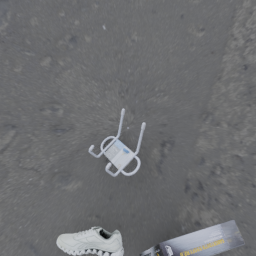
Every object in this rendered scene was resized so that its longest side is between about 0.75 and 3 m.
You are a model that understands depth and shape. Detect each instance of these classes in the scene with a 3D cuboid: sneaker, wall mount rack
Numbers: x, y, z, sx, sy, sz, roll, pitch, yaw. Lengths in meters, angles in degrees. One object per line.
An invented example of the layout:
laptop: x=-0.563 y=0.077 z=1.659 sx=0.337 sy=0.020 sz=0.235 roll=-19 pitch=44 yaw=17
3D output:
sneaker: x=-0.933 y=2.747 z=6.912 sx=1.702 sy=0.640 sz=0.690 roll=2 pitch=103 yaw=11
wall mount rack: x=-0.199 y=0.380 z=7.205 sx=1.485 sy=0.637 sz=1.709 roll=-47 pitch=41 yaw=-4

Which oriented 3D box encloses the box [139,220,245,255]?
box: x=1.300 y=2.755 z=6.335 sx=1.714 sy=2.164 sz=0.523 roll=-10 pitch=64 yaw=-16
